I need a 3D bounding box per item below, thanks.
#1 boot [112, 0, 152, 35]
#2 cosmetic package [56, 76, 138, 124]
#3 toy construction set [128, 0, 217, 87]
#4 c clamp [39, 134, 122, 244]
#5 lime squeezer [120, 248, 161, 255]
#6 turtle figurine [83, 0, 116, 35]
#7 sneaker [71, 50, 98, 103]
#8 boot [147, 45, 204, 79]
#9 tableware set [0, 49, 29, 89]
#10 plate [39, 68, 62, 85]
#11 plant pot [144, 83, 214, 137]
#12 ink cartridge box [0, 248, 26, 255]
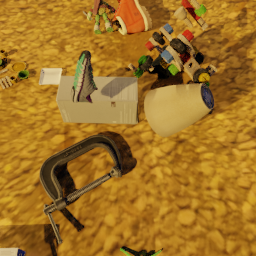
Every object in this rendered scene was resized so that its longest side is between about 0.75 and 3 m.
[{"bbox_3d":[-0.156,-4.780,11.354,1.338,0.937,2.496,-23,63,-7],"label":"boot"},{"bbox_3d":[-0.903,-0.858,8.769,2.412,1.288,1.088,-2,59,1],"label":"cosmetic package"},{"bbox_3d":[1.837,-2.333,8.630,2.039,2.213,2.653,38,77,-25],"label":"toy construction set"},{"bbox_3d":[-1.281,1.451,7.977,2.782,0.377,2.376,-33,60,-16],"label":"c clamp"},{"bbox_3d":[0.317,3.231,7.006,1.047,0.198,0.370,1,29,2],"label":"lime squeezer"},{"bbox_3d":[-1.046,-4.486,11.352,1.096,1.523,1.476,-2,78,-27],"label":"turtle figurine"},{"bbox_3d":[-1.024,-1.280,7.146,0.628,1.434,0.534,5,37,-24],"label":"sneaker"},{"bbox_3d":[1.679,-2.228,9.929,1.688,0.645,1.419,19,57,19],"label":"boot"},{"bbox_3d":[-4.347,-2.237,10.178,1.165,0.265,1.730,-29,63,-16],"label":"tableware set"},{"bbox_3d":[-2.756,-1.823,10.013,0.751,0.121,0.750,-1,60,-1],"label":"plate"},{"bbox_3d":[1.557,-0.651,8.006,1.606,1.504,1.504,-19,48,40],"label":"plant pot"},{"bbox_3d":[-3.914,3.551,6.531,2.705,0.598,1.271,-1,58,0],"label":"ink cartridge box"}]
